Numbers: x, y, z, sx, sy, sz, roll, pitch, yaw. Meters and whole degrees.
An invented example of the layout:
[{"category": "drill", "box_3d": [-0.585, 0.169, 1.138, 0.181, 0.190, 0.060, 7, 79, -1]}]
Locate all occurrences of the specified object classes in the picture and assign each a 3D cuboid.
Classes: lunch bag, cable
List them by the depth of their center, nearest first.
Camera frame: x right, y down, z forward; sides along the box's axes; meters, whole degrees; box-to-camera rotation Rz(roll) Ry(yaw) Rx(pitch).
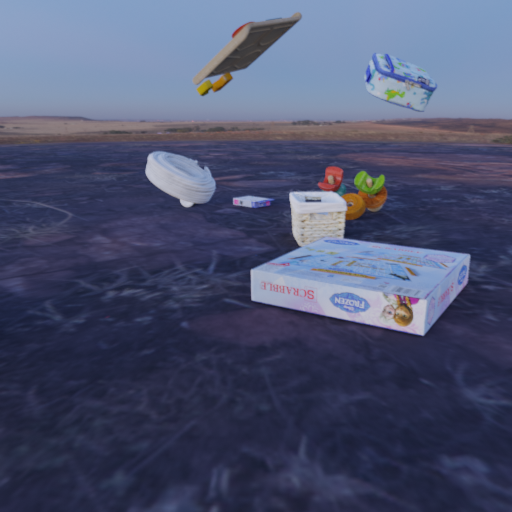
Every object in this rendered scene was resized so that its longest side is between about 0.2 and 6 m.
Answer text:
[{"category": "cable", "box_3d": [-1.088, -1.132, 8.034, 1.052, 0.364, 1.052, 17, 23, -30]}, {"category": "lunch bag", "box_3d": [3.258, -4.033, 12.912, 1.506, 0.772, 1.873, 18, 32, -2]}]

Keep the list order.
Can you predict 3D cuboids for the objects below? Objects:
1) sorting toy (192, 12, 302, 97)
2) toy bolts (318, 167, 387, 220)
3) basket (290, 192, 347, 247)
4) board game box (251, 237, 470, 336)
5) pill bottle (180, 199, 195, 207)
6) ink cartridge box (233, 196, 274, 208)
[{"category": "sorting toy", "box_3d": [-0.422, -3.662, 10.318, 2.381, 0.319, 1.774, -26, 8, 46]}, {"category": "toy bolts", "box_3d": [2.663, -1.558, 16.151, 1.863, 1.292, 1.779, 21, 64, 31]}, {"category": "basket", "box_3d": [1.383, -0.859, 12.866, 1.126, 1.025, 1.661, -1, 14, -2]}, {"category": "board game box", "box_3d": [1.791, 0.350, 9.218, 2.769, 0.570, 2.763, 9, 18, 31]}, {"category": "pill bottle", "box_3d": [-2.064, -1.788, 17.435, 0.442, 0.442, 0.790, 2, 15, 6]}, {"category": "ink cartridge box", "box_3d": [-0.075, -1.670, 17.395, 1.170, 0.245, 0.698, 10, 18, 44]}]
